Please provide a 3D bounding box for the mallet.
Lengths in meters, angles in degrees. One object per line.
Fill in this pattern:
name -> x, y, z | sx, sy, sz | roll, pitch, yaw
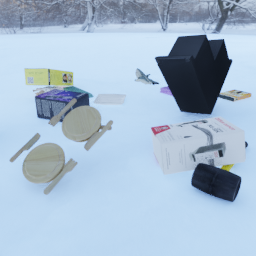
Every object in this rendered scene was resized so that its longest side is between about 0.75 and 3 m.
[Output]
mallet -> 2.390, 0.817, 6.990 | 0.987, 0.617, 2.997 | 15, 23, 22

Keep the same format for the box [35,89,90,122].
box -> -2.389, -0.828, 10.332 | 1.618, 0.844, 1.197 | 9, 24, 21

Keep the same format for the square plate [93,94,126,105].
square plate -> -0.753, -1.223, 12.098 | 1.273, 0.181, 1.261 | 2, 23, 4

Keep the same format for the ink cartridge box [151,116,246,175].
ink cartridge box -> 1.696, 0.379, 7.080 | 1.991, 0.825, 1.461 | -9, 17, -3

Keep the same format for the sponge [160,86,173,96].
sponge -> 2.486, -1.890, 13.551 | 1.758, 0.262, 0.981 | -19, 29, -37

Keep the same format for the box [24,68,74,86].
box -> -3.550, -2.330, 13.009 | 1.126, 0.750, 2.992 | 1, 9, 8

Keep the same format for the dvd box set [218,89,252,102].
dvd box set -> 4.813, -1.486, 12.692 | 1.276, 0.188, 0.933 | -15, 26, -31

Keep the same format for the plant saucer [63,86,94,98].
plant saucer -> -2.413, -1.700, 13.227 | 0.681, 0.185, 1.947 | -17, 28, -35

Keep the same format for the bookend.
bookend -> 2.484, -2.389, 9.954 | 1.265, 2.747, 2.729 | 9, 60, 37

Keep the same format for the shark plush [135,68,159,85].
shark plush -> 0.788, -2.024, 11.347 | 1.098, 0.457, 0.499 | 19, -10, -4

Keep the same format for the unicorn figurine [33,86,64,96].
unicorn figurine -> -3.550, -1.638, 12.517 | 1.127, 0.606, 1.641 | -16, 29, -30

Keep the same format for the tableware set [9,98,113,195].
tableware set -> -1.468, 0.415, 6.623 | 1.500, 0.455, 2.269 | 31, 69, 31
